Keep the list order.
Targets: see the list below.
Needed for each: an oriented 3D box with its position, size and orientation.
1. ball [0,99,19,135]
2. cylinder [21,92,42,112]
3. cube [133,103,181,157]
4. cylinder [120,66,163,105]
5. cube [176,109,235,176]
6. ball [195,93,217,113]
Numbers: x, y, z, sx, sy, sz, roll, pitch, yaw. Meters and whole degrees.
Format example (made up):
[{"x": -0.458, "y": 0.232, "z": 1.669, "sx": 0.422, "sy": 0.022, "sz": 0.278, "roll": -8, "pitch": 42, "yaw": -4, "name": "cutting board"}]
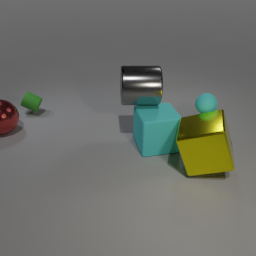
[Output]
[{"x": -5.042, "y": -0.433, "z": 11.055, "sx": 1.400, "sy": 1.400, "sz": 1.400, "roll": 0, "pitch": 30, "yaw": 0, "name": "ball"}, {"x": -4.275, "y": -1.160, "z": 12.435, "sx": 0.700, "sy": 0.700, "sz": 0.700, "roll": 26, "pitch": 28, "yaw": -11, "name": "cylinder"}, {"x": 1.031, "y": 0.029, "z": 10.189, "sx": 1.400, "sy": 1.400, "sz": 1.400, "roll": -6, "pitch": 30, "yaw": -11, "name": "cube"}, {"x": 0.440, "y": -1.514, "z": 10.003, "sx": 1.400, "sy": 1.400, "sz": 1.400, "roll": -1, "pitch": 30, "yaw": -3, "name": "cylinder"}, {"x": 2.420, "y": 0.453, "z": 8.714, "sx": 1.400, "sy": 1.400, "sz": 1.400, "roll": -12, "pitch": 27, "yaw": 23, "name": "cube"}, {"x": 2.563, "y": -0.793, "z": 9.186, "sx": 0.700, "sy": 0.700, "sz": 0.700, "roll": 0, "pitch": 30, "yaw": 0, "name": "ball"}]
